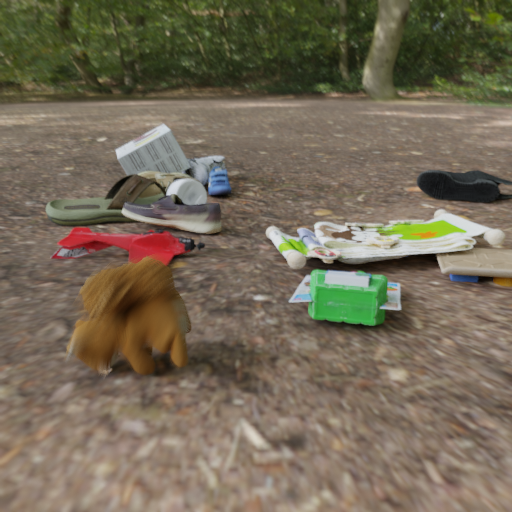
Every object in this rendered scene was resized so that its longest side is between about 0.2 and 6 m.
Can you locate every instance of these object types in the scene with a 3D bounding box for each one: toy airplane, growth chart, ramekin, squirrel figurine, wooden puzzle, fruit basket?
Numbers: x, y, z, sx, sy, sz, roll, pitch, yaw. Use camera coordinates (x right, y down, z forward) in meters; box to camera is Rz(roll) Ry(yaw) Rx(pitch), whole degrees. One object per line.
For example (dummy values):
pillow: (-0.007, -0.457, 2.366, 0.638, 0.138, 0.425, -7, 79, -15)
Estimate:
toy airplane: (-2.198, -0.206, 9.620, 2.643, 0.486, 2.643, 0, 17, 0)
growth chart: (2.157, -0.360, 10.001, 4.053, 0.359, 2.933, -6, 14, -12)
ramekin: (-1.428, -1.215, 11.721, 0.816, 0.816, 0.398, -12, 5, -30)
squirrel figurine: (-1.424, 0.650, 5.980, 1.219, 1.306, 0.925, -12, 26, 1)
wooden puzzle: (3.556, 0.171, 8.829, 1.357, 0.339, 1.465, 4, 15, 10)
fruit basket: (1.241, 0.432, 7.513, 1.381, 0.699, 1.491, 5, 17, 14)

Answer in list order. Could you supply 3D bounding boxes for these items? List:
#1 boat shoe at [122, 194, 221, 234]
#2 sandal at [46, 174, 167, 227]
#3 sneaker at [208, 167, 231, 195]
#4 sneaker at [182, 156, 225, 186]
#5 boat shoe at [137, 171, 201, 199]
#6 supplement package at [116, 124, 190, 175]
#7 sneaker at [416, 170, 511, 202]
boat shoe: (-1.652, -0.907, 11.106, 2.052, 0.665, 0.738, 11, 10, 13)
sandal: (-2.819, -1.261, 11.969, 3.192, 0.911, 1.267, -8, 21, -21)
sneaker: (-0.950, -1.868, 14.110, 0.553, 0.615, 1.495, -1, 17, -12)
sneaker: (-1.324, -2.335, 15.252, 1.155, 0.755, 2.010, -9, 18, -16)
boat shoe: (-2.188, -1.641, 13.414, 0.658, 0.731, 2.026, 14, 18, 38)
supplement package: (-2.705, -2.533, 14.553, 1.497, 1.101, 1.431, -30, 25, -5)
sneaker: (5.178, -1.744, 13.799, 2.293, 0.689, 1.196, 13, 23, 19)
